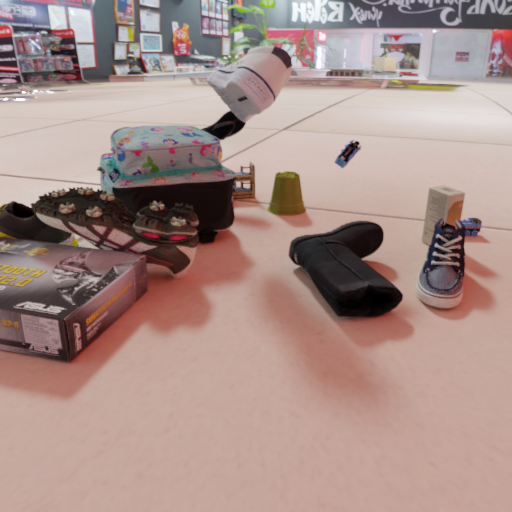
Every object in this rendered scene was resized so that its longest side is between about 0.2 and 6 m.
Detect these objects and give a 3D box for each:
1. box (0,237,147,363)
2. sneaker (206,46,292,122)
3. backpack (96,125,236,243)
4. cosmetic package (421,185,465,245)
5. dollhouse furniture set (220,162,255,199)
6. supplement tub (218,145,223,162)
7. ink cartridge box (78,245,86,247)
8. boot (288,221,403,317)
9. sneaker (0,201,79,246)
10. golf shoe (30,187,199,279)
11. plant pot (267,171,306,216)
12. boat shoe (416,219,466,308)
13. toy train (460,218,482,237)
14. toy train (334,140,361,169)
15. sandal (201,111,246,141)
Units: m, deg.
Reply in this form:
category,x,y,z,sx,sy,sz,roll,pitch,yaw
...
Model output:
category,x,y,z,sx,sy,sz,roll,pitch,yaw
box,-3.801,0.587,9.410,3.180,0.769,2.518,7,24,16
sneaker,-0.071,-3.494,11.305,1.184,1.221,3.345,-44,24,-2
backpack,-2.221,-1.785,13.163,2.929,2.484,3.299,-8,19,-20
cosmetic package,4.031,-0.818,12.103,0.451,1.269,0.668,-11,27,-25
dollhouse furniture set,-0.603,-2.240,15.894,0.943,0.938,1.338,-4,23,-9
supplement tub,-1.668,-3.250,18.126,1.063,1.063,1.462,3,23,8
ink cartridge box,-3.870,0.007,11.582,0.745,0.164,0.759,-8,23,-14
boot,1.935,0.183,10.270,2.059,0.820,2.498,-15,23,-12
sneaker,-5.093,-0.505,11.294,2.906,1.229,1.082,-6,23,-1
golf shoe,-2.665,-0.393,10.460,3.170,1.396,1.224,13,32,5
plant pot,0.802,-1.647,14.460,1.022,0.971,1.022,1,23,0
boat shoe,3.440,0.053,10.325,0.844,1.048,2.260,7,23,15
toy train,4.809,-0.663,12.851,0.708,0.404,0.307,-2,23,-4
toy train,1.807,-2.009,10.974,0.280,0.370,0.647,39,56,6
sandal,-0.969,-3.350,15.069,1.666,0.633,0.357,-28,34,10
